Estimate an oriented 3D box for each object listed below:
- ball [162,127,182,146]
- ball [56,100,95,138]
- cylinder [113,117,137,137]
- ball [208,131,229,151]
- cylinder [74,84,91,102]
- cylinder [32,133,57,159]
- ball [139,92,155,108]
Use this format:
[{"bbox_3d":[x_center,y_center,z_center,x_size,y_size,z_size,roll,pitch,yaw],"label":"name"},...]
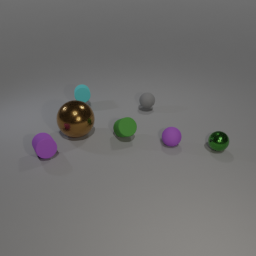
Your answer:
[{"bbox_3d":[1.552,0.305,9.968,0.700,0.700,0.700,0,30,0],"label":"ball"},{"bbox_3d":[-1.941,-0.333,10.413,1.400,1.400,1.400,0,30,0],"label":"ball"},{"bbox_3d":[-0.116,-0.021,10.308,0.700,0.700,0.700,-12,0,-20],"label":"cylinder"},{"bbox_3d":[3.121,0.451,9.643,0.700,0.700,0.700,0,30,0],"label":"ball"},{"bbox_3d":[-2.034,-1.535,12.471,0.700,0.700,0.700,-5,20,-9],"label":"cylinder"},{"bbox_3d":[-2.805,0.580,9.390,0.700,0.700,0.700,-15,23,-24],"label":"cylinder"},{"bbox_3d":[0.847,-1.222,12.368,0.700,0.700,0.700,0,30,0],"label":"ball"}]
